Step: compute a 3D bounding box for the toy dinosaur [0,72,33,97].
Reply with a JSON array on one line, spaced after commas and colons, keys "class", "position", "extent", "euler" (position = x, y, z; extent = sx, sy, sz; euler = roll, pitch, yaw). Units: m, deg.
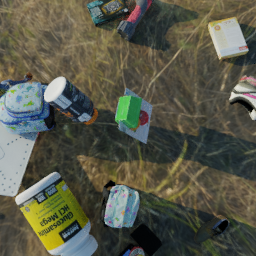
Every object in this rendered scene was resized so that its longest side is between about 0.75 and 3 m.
[{"class": "toy dinosaur", "position": [-4.634, -1.621, 10.462], "extent": [2.189, 1.149, 1.986], "euler": [36, 61, 8]}]

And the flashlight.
[{"class": "flashlight", "position": [0.296, -4.705, 11.414], "extent": [0.751, 0.753, 2.217], "euler": [31, 78, 7]}]

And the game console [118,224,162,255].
[{"class": "game console", "position": [0.266, 4.213, 9.595], "extent": [1.710, 0.206, 1.008], "euler": [-44, 80, -9]}]

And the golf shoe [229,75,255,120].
[{"class": "golf shoe", "position": [5.176, -0.665, 10.360], "extent": [2.918, 1.059, 1.344], "euler": [35, 83, 17]}]

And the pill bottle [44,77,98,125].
[{"class": "pill bottle", "position": [-1.837, -0.825, 9.529], "extent": [0.982, 1.848, 0.982], "euler": [-21, 50, 27]}]

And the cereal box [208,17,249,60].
[{"class": "cereal box", "position": [4.052, -3.646, 11.379], "extent": [1.155, 0.317, 1.605], "euler": [-12, 77, -3]}]

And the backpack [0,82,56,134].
[{"class": "backpack", "position": [-3.666, -0.736, 9.979], "extent": [1.857, 1.364, 1.699], "euler": [-12, 56, -1]}]

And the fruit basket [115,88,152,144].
[{"class": "fruit basket", "position": [0.253, -0.379, 9.507], "extent": [0.743, 1.586, 1.469], "euler": [0, 71, 34]}]

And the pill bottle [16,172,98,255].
[{"class": "pill bottle", "position": [-2.221, 2.977, 9.069], "extent": [1.572, 1.572, 2.795], "euler": [-33, 91, -7]}]

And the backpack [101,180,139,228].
[{"class": "backpack", "position": [-0.250, 2.499, 9.085], "extent": [1.215, 1.919, 1.601], "euler": [5, 77, 2]}]

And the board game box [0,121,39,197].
[{"class": "board game box", "position": [-4.787, 0.981, 9.902], "extent": [2.676, 0.346, 2.676], "euler": [8, 59, 2]}]

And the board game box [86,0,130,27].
[{"class": "board game box", "position": [-0.840, -4.984, 11.747], "extent": [1.553, 0.219, 1.050], "euler": [-22, 78, -5]}]

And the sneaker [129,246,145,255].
[{"class": "sneaker", "position": [0.113, 4.734, 9.173], "extent": [0.606, 0.639, 1.556], "euler": [20, 85, -9]}]

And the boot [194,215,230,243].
[{"class": "boot", "position": [2.855, 3.455, 9.536], "extent": [1.363, 0.661, 0.509], "euler": [-37, 79, -8]}]
